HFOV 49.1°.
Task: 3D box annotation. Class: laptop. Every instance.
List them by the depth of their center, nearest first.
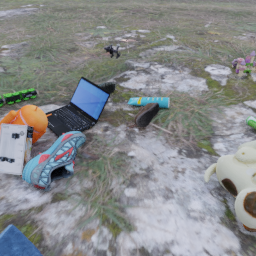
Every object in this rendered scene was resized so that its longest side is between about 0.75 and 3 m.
[{"bbox_3d":[-2.286,-0.918,11.661,2.444,1.262,2.166,-26,42,-32],"label":"laptop"}]

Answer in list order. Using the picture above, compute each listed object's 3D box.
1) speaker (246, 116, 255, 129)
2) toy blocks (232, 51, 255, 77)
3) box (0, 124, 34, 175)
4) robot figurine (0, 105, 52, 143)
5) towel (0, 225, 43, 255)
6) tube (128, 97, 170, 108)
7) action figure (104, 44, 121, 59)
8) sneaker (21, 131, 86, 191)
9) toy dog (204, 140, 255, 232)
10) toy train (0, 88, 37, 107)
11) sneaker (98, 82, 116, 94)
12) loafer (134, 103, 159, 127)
[{"bbox_3d":[5.223,-0.130,11.290,0.397,0.397,0.898,-19,39,-25],"label":"speaker"},{"bbox_3d":[6.772,-3.739,15.671,1.420,1.279,1.519,1,35,2],"label":"toy blocks"},{"bbox_3d":[-3.690,0.693,9.144,0.930,1.594,0.479,3,-5,7],"label":"box"},{"bbox_3d":[-3.720,-0.036,10.065,1.992,1.433,1.162,-37,17,10],"label":"robot figurine"},{"bbox_3d":[-3.158,3.311,6.213,1.306,0.568,2.339,26,42,31],"label":"towel"},{"bbox_3d":[0.955,-1.190,12.828,1.853,0.467,0.718,3,23,12],"label":"tube"},{"bbox_3d":[-0.621,-3.174,11.298,0.592,0.508,0.995,12,-6,12],"label":"action figure"},{"bbox_3d":[-2.131,1.127,9.222,1.218,1.011,2.549,32,51,19],"label":"sneaker"},{"bbox_3d":[3.411,1.633,7.771,2.236,1.609,2.306,-1,37,2],"label":"toy dog"},{"bbox_3d":[-5.457,-1.431,13.114,2.348,0.490,0.662,-19,29,-26],"label":"toy train"},{"bbox_3d":[-1.398,-1.920,13.626,1.752,0.661,0.694,-22,39,-29],"label":"sneaker"},{"bbox_3d":[0.703,-0.569,11.816,0.630,0.648,1.774,10,29,30],"label":"loafer"}]
